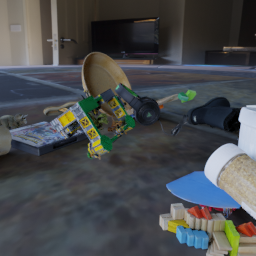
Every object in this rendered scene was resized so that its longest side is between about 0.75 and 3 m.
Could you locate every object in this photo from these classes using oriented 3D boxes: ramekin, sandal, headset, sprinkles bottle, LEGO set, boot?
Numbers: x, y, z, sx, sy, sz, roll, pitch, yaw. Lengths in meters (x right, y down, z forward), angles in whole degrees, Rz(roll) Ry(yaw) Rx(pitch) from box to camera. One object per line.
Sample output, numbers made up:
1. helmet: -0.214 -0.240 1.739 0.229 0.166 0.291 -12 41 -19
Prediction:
1. ramekin: 3.177 0.528 4.844 2.576 1.352 2.576 8 11 -2
2. sandal: -2.325 -0.608 10.273 1.468 0.396 0.590 -12 -27 -11
3. headset: 0.531 -0.504 6.625 1.822 0.856 1.125 40 10 -3
4. sprinkles bottle: 2.023 1.039 3.879 0.703 0.703 2.059 -10 36 -31
5. LEGO set: -0.934 -0.059 7.381 1.274 1.691 2.199 -29 15 32
6. boot: 3.417 -0.478 9.792 2.187 0.835 1.838 -18 20 -31

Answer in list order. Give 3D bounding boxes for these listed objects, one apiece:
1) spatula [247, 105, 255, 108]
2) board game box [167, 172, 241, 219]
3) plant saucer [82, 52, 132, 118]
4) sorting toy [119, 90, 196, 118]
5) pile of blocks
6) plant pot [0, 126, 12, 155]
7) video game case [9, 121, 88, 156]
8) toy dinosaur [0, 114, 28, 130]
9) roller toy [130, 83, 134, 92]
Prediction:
1. spatula: 4.318 0.084 6.387 0.226 1.954 2.810 -51 19 -10
2. board game box: 1.531 1.196 5.032 1.349 0.332 1.707 8 12 42
3. plant saucer: -0.886 -1.632 11.220 0.501 2.831 2.831 -23 0 36
4. sorting toy: 1.207 -0.892 10.738 2.675 0.394 1.977 -15 4 36
5. pile of blocks: 1.138 1.412 3.957 1.508 0.469 0.619 7 17 24
6. plant pot: -3.513 0.336 6.928 1.098 1.098 1.005 12 9 36
7. video game case: -2.564 0.245 8.390 2.059 0.263 1.861 11 19 34
8. toy dinosaur: -3.848 -0.180 9.162 1.290 0.660 0.497 2 16 2
9. roller toy: -0.449 -2.066 15.187 1.243 0.952 1.363 15 22 41
